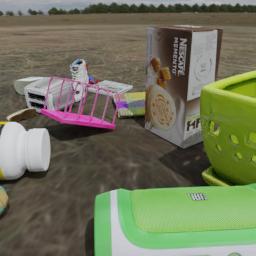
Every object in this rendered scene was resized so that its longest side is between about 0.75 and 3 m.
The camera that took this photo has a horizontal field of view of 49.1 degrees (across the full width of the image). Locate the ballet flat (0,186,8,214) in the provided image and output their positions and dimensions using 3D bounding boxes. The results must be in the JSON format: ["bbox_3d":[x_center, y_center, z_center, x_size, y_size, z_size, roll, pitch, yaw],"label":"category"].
[{"bbox_3d":[-3.445,1.258,4.866,2.577,0.885,0.812,3,36,7],"label":"ballet flat"}]

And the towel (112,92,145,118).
[{"bbox_3d":[0.332,-0.860,10.171,1.642,0.260,2.286,-3,25,-8],"label":"towel"}]

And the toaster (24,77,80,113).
[{"bbox_3d":[-2.719,-1.110,9.804,1.834,1.042,1.184,16,33,28],"label":"toaster"}]

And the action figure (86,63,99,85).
[{"bbox_3d":[-1.970,-2.570,13.230,0.584,0.886,1.790,-12,25,-27],"label":"action figure"}]

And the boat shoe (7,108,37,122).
[{"bbox_3d":[-3.468,-0.438,9.152,0.313,0.347,0.963,23,38,38],"label":"boat shoe"}]

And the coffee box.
[{"bbox_3d":[1.404,-1.193,7.616,1.179,2.956,1.691,-17,30,-33],"label":"coffee box"}]

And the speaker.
[{"bbox_3d":[0.945,1.429,4.042,2.795,1.236,1.236,-2,25,-4],"label":"speaker"}]

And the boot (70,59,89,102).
[{"bbox_3d":[-2.151,-1.999,11.382,0.867,1.127,2.357,-4,32,3],"label":"boot"}]

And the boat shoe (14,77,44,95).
[{"bbox_3d":[-3.478,-1.753,11.401,2.406,0.839,0.857,7,30,23],"label":"boat shoe"}]

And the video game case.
[{"bbox_3d":[-0.813,-1.721,12.155,1.533,0.169,1.398,17,30,30],"label":"video game case"}]

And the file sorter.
[{"bbox_3d":[-1.306,-0.728,8.038,1.804,1.131,1.253,7,10,-44],"label":"file sorter"}]

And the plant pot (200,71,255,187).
[{"bbox_3d":[2.894,0.311,5.248,2.436,2.211,2.424,-20,31,-36],"label":"plant pot"}]

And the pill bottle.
[{"bbox_3d":[-2.894,0.493,6.001,2.255,1.255,1.255,-1,25,-4],"label":"pill bottle"}]
